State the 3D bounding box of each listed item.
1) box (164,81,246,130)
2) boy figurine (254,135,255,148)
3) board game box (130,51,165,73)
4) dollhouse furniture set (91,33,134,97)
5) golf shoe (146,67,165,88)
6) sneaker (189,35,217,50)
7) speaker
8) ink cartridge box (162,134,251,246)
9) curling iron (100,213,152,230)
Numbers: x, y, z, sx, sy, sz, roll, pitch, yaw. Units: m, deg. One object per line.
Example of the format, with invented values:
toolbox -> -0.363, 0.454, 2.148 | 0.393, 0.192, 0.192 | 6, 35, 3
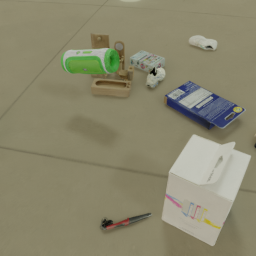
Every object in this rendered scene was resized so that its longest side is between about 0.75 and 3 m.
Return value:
box -> 3.092, -0.903, 11.493 | 1.727, 0.462, 2.851 | -31, 49, -29
boy figurine -> 5.073, 0.335, 10.195 | 0.784, 0.406, 1.262 | 25, 50, 29
board game box -> 0.980, -3.368, 14.228 | 1.455, 0.468, 1.074 | 28, 50, 29
dollhouse furniture set -> -0.821, -2.883, 12.649 | 2.159, 1.850, 2.270 | 6, 43, 6
golf shoe -> 1.352, -2.545, 13.091 | 0.631, 0.784, 1.612 | 15, 43, 19
sneaker -> 4.164, -4.698, 15.670 | 1.587, 0.597, 0.702 | 13, 56, 13
speaker -> -1.404, -2.431, 10.243 | 2.106, 0.931, 0.931 | 6, 41, 27
ink cartridge box -> 1.992, 1.512, 7.320 | 1.558, 2.488, 1.599 | 22, 47, 22
curling iron -> -0.057, 2.572, 7.871 | 1.512, 0.193, 0.375 | -9, 42, -10
